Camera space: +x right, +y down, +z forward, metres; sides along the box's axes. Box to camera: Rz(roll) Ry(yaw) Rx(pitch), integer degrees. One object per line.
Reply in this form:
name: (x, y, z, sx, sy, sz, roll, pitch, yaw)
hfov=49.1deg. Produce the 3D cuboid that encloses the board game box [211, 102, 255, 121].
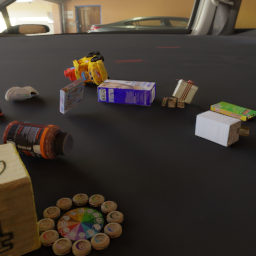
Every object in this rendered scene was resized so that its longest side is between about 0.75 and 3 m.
board game box: (4.708, -0.741, 12.322, 0.909, 0.285, 1.903, -19, 27, -34)

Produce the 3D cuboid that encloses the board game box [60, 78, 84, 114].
board game box: (-2.451, -1.407, 12.271, 0.257, 1.247, 1.250, 33, 47, 17)

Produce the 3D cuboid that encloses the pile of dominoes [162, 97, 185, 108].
pile of dominoes: (2.242, -1.342, 13.740, 1.079, 0.220, 1.385, 5, 25, 11)

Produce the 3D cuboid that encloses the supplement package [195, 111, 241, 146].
supplement package: (3.190, -0.015, 9.987, 0.790, 0.800, 1.320, -19, 30, -37)

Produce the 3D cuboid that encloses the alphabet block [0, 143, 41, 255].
alphabet block: (-2.828, 1.509, 5.382, 1.743, 1.712, 1.703, -14, 29, -29)

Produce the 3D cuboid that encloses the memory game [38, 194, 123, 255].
memory game: (-1.038, 2.033, 6.155, 1.893, 0.121, 1.893, 0, 24, 0)

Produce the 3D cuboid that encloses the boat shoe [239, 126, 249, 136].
boat shoe: (3.886, 0.124, 10.224, 0.397, 0.356, 1.074, -18, 15, -34)

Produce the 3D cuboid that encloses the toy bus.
toy bus: (-2.528, -3.355, 16.784, 2.460, 1.739, 2.562, -19, 30, -10)

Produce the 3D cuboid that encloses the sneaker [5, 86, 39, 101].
sneaker: (-5.324, -1.719, 14.201, 0.760, 0.646, 1.717, 25, 31, 24)

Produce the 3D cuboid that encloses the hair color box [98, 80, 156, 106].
hair color box: (-0.034, -1.803, 14.032, 2.646, 0.858, 1.446, 4, 25, 14)

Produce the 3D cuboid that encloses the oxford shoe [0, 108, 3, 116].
oxford shoe: (-5.661, -0.618, 11.934, 0.332, 0.338, 0.932, -1, 24, -2)

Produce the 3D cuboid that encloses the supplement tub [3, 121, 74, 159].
supplement tub: (-2.749, 0.389, 8.734, 2.000, 1.069, 1.069, 7, 25, 15)

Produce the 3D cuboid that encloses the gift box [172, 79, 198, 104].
gift box: (2.654, -1.809, 13.229, 1.050, 0.980, 0.969, 27, 9, -5)
